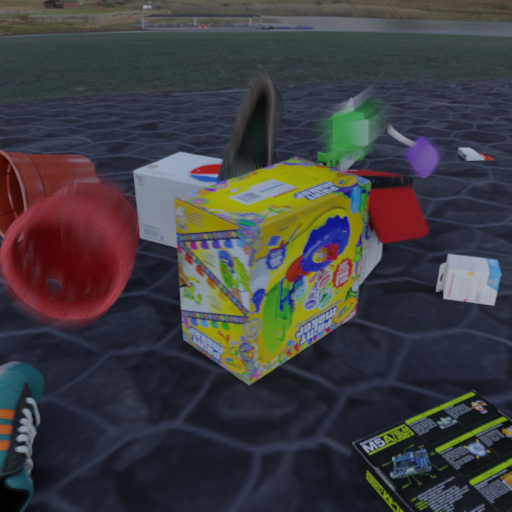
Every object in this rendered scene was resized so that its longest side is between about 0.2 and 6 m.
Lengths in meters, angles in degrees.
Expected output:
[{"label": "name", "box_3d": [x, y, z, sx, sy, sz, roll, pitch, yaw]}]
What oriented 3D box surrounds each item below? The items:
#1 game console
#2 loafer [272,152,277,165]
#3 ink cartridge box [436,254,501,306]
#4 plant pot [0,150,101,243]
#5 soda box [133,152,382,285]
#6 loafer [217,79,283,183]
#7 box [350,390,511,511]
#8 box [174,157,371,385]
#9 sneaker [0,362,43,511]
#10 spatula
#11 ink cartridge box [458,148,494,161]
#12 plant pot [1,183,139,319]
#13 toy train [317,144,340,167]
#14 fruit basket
[{"label": "game console", "box_3d": [1.987, -0.899, 9.589, 1.474, 1.015, 1.711, 16, 16, 39]}, {"label": "loafer", "box_3d": [-0.186, -2.294, 14.073, 0.734, 0.643, 2.043, 4, 20, 38]}, {"label": "ink cartridge box", "box_3d": [3.466, 0.372, 9.223, 0.911, 0.586, 0.571, 8, 28, 14]}, {"label": "plant pot", "box_3d": [-4.244, -1.297, 11.366, 1.817, 1.817, 1.768, 25, 28, 38]}, {"label": "soda box", "box_3d": [-0.025, -0.757, 10.441, 4.585, 1.460, 1.562, 15, 31, 26]}, {"label": "loafer", "box_3d": [-0.130, -1.509, 8.778, 0.918, 2.554, 0.803, 10, 0, 2]}, {"label": "box", "box_3d": [2.204, 2.307, 5.741, 1.818, 0.432, 1.756, -15, 29, -24]}, {"label": "box", "box_3d": [0.253, 0.090, 7.924, 2.370, 2.282, 1.445, -25, 38, -38]}, {"label": "sneaker", "box_3d": [-2.620, 2.121, 5.691, 1.010, 0.902, 2.527, 6, 34, 4]}, {"label": "spatula", "box_3d": [2.364, -2.075, 9.472, 0.183, 0.504, 1.783, -28, 68, -41]}, {"label": "ink cartridge box", "box_3d": [6.228, -2.887, 15.868, 0.812, 0.232, 0.660, -5, 28, 0]}, {"label": "plant pot", "box_3d": [-2.337, -0.144, 7.361, 1.531, 1.531, 1.394, -1, 24, -1]}, {"label": "toy train", "box_3d": [2.251, -2.863, 15.437, 0.401, 0.542, 1.921, 18, 33, 31]}, {"label": "fruit basket", "box_3d": [1.383, -1.736, 8.415, 0.491, 0.970, 1.048, 1, -5, 5]}]
